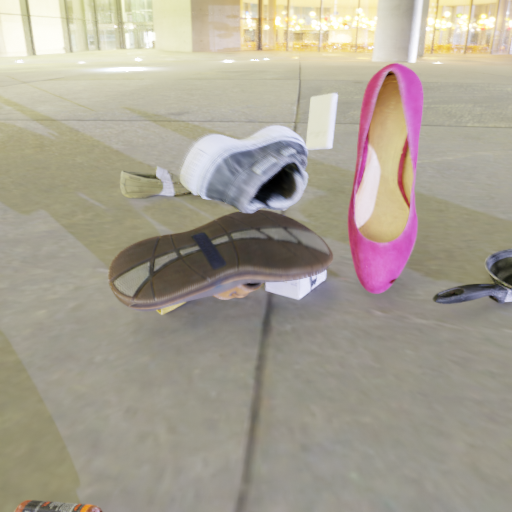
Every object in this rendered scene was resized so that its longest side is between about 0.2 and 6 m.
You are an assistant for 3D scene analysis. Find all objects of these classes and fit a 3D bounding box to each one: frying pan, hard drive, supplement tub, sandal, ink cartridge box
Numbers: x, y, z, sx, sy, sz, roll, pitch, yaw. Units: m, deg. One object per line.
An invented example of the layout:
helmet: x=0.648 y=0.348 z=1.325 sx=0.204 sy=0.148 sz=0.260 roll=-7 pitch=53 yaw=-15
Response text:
frying pan: x=3.889 y=0.498 z=7.849 sx=1.728 sy=0.465 sz=2.856 roll=19 pitch=32 yaw=38
hard drive: x=1.419 y=-2.911 z=12.214 sx=0.150 sy=1.140 sz=0.752 roll=3 pitch=5 yaw=-36
supplement tub: x=-1.444 y=2.100 z=4.258 sx=0.776 sy=0.415 sz=0.415 roll=1 pitch=24 yaw=5
sandal: x=-0.438 y=0.190 z=7.709 sx=3.170 sy=0.865 sz=1.295 roll=-17 pitch=56 yaw=-27
ink cartridge box: x=0.596 y=0.288 z=8.420 sx=0.605 sy=0.349 sz=0.834 roll=14 pitch=28 yaw=32

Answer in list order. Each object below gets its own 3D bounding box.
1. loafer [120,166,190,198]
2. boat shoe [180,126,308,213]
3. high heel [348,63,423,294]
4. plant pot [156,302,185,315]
loafer: x=-2.127 y=-1.689 z=12.566 sx=1.810 sy=0.632 sz=0.633 roll=-7 pitch=25 yaw=-16
boat shoe: x=0.136 y=-1.007 z=7.446 sx=1.045 sy=1.063 sz=2.948 roll=38 pitch=28 yaw=13
high heel: x=1.712 y=-0.935 z=7.511 sx=1.033 sy=3.066 sz=1.471 roll=15 pitch=10 yaw=19
plant pot: x=-1.203 y=0.259 z=7.934 sx=0.756 sy=0.739 sz=0.735 roll=-20 pitch=32 yaw=-30
